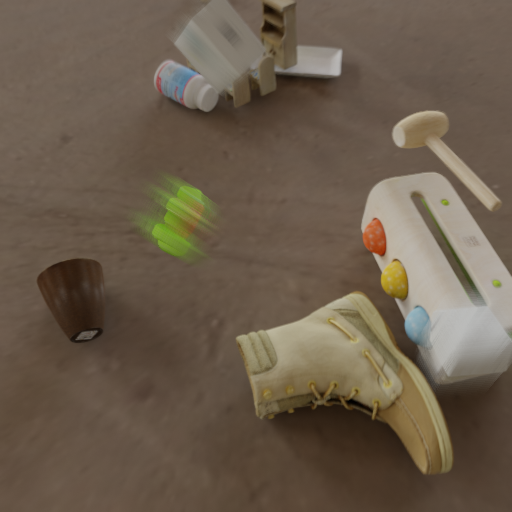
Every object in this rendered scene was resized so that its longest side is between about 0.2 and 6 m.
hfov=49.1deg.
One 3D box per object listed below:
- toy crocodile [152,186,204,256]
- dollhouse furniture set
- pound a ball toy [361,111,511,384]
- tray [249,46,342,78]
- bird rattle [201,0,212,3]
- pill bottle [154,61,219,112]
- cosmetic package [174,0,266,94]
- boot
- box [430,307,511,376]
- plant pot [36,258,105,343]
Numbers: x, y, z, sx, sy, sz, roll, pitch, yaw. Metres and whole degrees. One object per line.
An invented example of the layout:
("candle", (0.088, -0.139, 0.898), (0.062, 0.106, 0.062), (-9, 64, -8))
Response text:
("toy crocodile", (-1.032, -0.541, 7.980), (0.545, 0.596, 1.765), (30, 21, -7))
("dollhouse furniture set", (-0.242, -4.492, 11.911), (2.133, 1.417, 1.869), (-31, 51, -20))
("pound a ball toy", (2.494, -0.186, 8.115), (1.445, 2.219, 3.402), (-11, 53, -9))
("tray", (0.909, -4.398, 12.768), (2.023, 0.224, 1.086), (6, 51, 5))
("bird rattle", (-1.298, -7.015, 14.726), (0.963, 0.543, 0.785), (-16, 69, -9))
("pill bottle", (-1.451, -3.530, 11.757), (1.310, 0.712, 0.712), (32, 58, 23))
("cosmetic package", (-0.634, -3.497, 9.383), (1.138, 1.141, 0.702), (47, 75, -15))
("boot", (1.040, 1.825, 7.286), (2.109, 0.987, 2.713), (-17, 52, -13))
("box", (1.924, 0.769, 5.071), (0.533, 0.349, 0.531), (-5, 31, -1))
("plant pot", (-2.638, 0.722, 8.306), (0.971, 0.971, 1.039), (-18, 66, -14))
